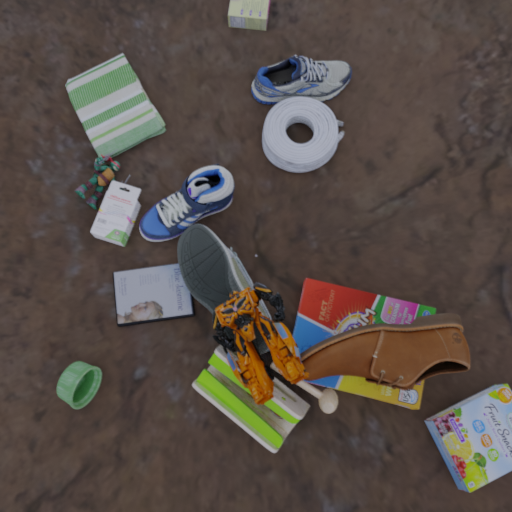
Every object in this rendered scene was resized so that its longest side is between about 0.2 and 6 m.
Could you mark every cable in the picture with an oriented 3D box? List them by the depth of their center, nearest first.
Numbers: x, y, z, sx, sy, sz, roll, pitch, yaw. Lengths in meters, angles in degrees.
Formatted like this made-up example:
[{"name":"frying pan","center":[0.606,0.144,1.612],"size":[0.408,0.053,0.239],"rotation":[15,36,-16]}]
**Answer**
[{"name":"cable","center":[0.904,-2.488,11.497],"size":[1.579,0.547,1.580],"rotation":[27,78,6]}]

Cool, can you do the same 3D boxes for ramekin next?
[{"name":"ramekin","center":[-3.234,2.326,10.195],"size":[0.401,0.821,0.821],"rotation":[21,77,18]}]

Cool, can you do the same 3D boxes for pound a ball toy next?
[{"name":"pound a ball toy","center":[0.218,2.341,9.992],"size":[2.250,0.956,1.467],"rotation":[36,105,10]}]

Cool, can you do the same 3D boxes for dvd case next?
[{"name":"dvd case","center":[-1.998,0.750,10.923],"size":[1.514,0.133,1.080],"rotation":[-8,76,-2]}]

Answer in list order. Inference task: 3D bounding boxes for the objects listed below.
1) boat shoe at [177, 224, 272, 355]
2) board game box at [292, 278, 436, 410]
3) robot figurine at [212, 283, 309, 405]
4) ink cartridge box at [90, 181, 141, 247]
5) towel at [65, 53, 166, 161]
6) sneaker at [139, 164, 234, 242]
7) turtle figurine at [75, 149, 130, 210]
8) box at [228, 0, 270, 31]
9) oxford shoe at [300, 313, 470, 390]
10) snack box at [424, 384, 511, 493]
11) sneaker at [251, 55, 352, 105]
[{"name":"boat shoe","center":[-0.531,0.637,10.651],"size":[1.040,0.905,2.822],"rotation":[-40,73,12]},{"name":"board game box","center":[1.928,1.637,10.512],"size":[2.508,0.506,1.919],"rotation":[13,77,3]},{"name":"robot figurine","center":[0.000,1.391,9.403],"size":[1.413,0.567,1.948],"rotation":[-34,67,11]},{"name":"ink cartridge box","center":[-2.752,-0.846,11.178],"size":[0.678,0.390,1.157],"rotation":[18,77,4]},{"name":"towel","center":[-3.006,-3.153,11.839],"size":[1.536,0.236,2.014],"rotation":[-28,79,-6]},{"name":"sneaker","center":[-1.382,-1.064,10.652],"size":[2.065,1.512,0.832],"rotation":[-25,78,-6]},{"name":"turtle figurine","center":[-3.043,-1.548,11.276],"size":[1.188,0.598,0.889],"rotation":[-49,122,-9]},{"name":"box","center":[-0.149,-5.421,12.286],"size":[0.854,0.413,0.751],"rotation":[6,76,1]},{"name":"oxford shoe","center":[2.138,1.790,9.505],"size":[3.065,1.093,1.092],"rotation":[-11,60,1]},{"name":"snack box","center":[4.086,3.243,10.083],"size":[1.594,0.539,1.344],"rotation":[-23,77,-10]},{"name":"sneaker","center":[0.977,-3.697,11.608],"size":[2.149,0.915,0.828],"rotation":[-13,77,-4]}]
